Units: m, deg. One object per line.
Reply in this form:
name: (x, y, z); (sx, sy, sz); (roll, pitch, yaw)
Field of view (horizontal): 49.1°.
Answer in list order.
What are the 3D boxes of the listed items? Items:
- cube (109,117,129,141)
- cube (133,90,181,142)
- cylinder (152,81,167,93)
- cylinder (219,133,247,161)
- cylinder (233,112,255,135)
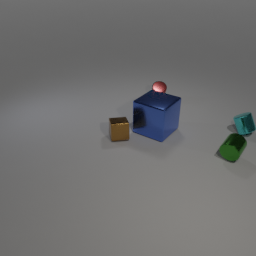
cube: (-0.349, 0.027, 10.848); (0.700, 0.700, 0.700); (-5, 24, -9)
cube: (1.137, -0.523, 11.142); (1.400, 1.400, 1.400); (20, 36, 30)
cylinder: (1.512, -1.813, 13.732); (0.700, 0.700, 0.700); (1, 60, -1)
cylinder: (3.580, 0.646, 9.539); (0.700, 0.700, 0.700); (22, 47, 33)
cylinder: (4.609, -0.185, 11.062); (0.700, 0.700, 0.700); (-21, 7, 2)
